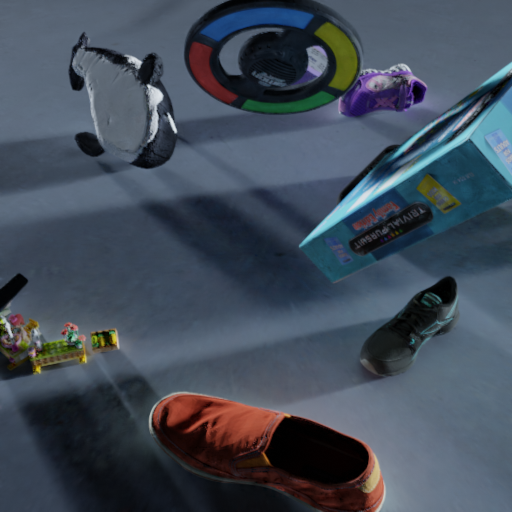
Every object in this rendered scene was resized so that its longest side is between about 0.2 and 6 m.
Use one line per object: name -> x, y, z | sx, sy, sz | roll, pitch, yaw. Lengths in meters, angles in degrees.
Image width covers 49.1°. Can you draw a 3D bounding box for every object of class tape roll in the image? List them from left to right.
tape roll -> 0.939, -3.388, 10.254 | 1.285, 0.546, 1.285 | 21, 41, -20

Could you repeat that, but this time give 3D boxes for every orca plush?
orca plush -> -2.883, -3.238, 12.747 | 4.877, 1.734, 2.566 | 32, 92, 40

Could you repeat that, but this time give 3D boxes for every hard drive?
hard drive -> -2.571, 0.585, 5.303 | 0.143, 0.872, 0.608 | 43, 29, -13

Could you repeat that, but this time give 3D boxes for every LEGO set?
LEGO set -> -2.890, 0.950, 7.369 | 2.067, 0.769, 0.951 | 11, 39, 14

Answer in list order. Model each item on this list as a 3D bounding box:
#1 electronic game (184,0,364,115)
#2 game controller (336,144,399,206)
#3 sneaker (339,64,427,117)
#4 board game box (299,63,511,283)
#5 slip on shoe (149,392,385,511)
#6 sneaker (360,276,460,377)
electronic game -> 0.240, -2.739, 7.940 | 2.526, 2.526, 0.526 | 2, 73, 3
game controller -> 2.649, -1.281, 10.449 | 1.465, 0.591, 2.808 | 21, 43, 26
sneaker -> 3.163, -3.904, 13.607 | 2.604, 1.047, 1.151 | -24, 52, -29
board game box -> 1.977, -0.944, 6.206 | 0.677, 2.886, 2.178 | 47, 61, -4
slip on shoe -> 0.067, 1.986, 5.985 | 2.677, 0.819, 0.992 | 14, 41, 20
sneaker -> 2.071, 0.886, 7.497 | 1.879, 0.745, 0.708 | -31, 49, -32
